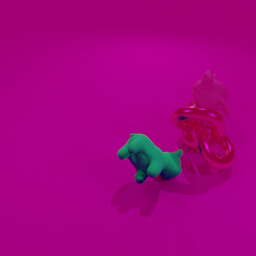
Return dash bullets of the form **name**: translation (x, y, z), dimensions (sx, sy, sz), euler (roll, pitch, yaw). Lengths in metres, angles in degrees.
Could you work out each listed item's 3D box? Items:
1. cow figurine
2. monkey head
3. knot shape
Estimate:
- **cow figurine**: translation (0.600, 0.679, 6.663), dimensions (1.510, 0.829, 1.485), euler (52, 39, -3)
- **monkey head**: translation (2.749, -1.232, 9.038), dimensions (1.111, 1.326, 1.843), euler (2, 54, -9)
- **knot shape**: translation (1.838, 0.024, 7.155), dimensions (0.962, 1.949, 2.083), euler (-40, 52, 3)
